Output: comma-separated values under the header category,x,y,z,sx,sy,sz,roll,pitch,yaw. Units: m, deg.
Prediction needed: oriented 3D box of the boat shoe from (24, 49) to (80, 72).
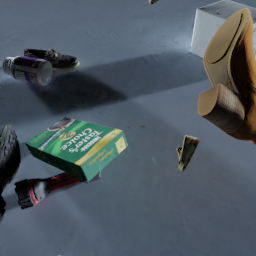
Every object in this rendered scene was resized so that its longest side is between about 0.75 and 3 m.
category,x,y,z,sx,sy,sz,roll,pitch,yaw
boat shoe,-2.785,-2.489,10.068,2.039,0.661,0.746,2,43,2

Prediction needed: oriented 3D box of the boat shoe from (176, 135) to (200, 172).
category,x,y,z,sx,sy,sz,roll,pitch,yaw
boat shoe,1.047,0.453,5.185,0.324,0.851,0.305,26,41,15

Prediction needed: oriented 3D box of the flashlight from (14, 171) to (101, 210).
category,x,y,z,sx,sy,sz,roll,pitch,yaw
flashlight,-1.501,1.199,6.172,1.816,0.617,0.615,-16,53,-16

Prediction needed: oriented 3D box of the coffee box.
category,x,y,z,sx,sy,sz,roll,pitch,yaw
coffee box,-1.255,0.388,6.640,2.232,0.491,1.373,14,42,42

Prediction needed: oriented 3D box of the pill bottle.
category,x,y,z,sx,sy,sz,roll,pitch,yaw
pill bottle,-3.370,-1.947,9.366,1.490,0.830,0.830,13,45,13

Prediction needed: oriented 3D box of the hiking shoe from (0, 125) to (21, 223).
category,x,y,z,sx,sy,sz,roll,pitch,yaw
hiking shoe,-3.281,0.965,6.074,1.427,1.074,2.835,1,44,-4

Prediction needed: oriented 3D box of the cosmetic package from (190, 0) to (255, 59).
category,x,y,z,sx,sy,sz,roll,pitch,yaw
cosmetic package,3.718,-3.423,10.280,1.740,1.729,2.079,-28,49,-26

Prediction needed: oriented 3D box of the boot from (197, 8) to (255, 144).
category,x,y,z,sx,sy,sz,roll,pitch,yaw
boot,2.128,-0.789,4.754,1.655,0.817,2.131,23,69,-22

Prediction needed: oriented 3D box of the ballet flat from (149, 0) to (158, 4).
category,x,y,z,sx,sy,sz,roll,pitch,yaw
ballet flat,0.825,-3.435,6.995,0.808,0.272,0.275,-30,53,16
